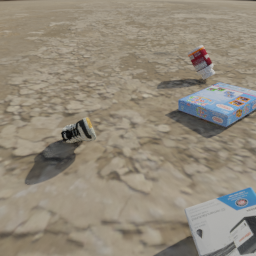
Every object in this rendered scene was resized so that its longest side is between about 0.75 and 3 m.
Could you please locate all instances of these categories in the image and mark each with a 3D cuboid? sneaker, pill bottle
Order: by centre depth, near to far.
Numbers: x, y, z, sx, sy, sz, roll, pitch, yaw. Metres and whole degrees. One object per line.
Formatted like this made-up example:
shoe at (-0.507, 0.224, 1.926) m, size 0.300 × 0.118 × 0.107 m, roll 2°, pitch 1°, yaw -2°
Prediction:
sneaker at (-1.386, 0.163, 7.559) m, size 0.755 × 0.652 × 1.723 m, roll -20°, pitch 0°, yaw -21°
pill bottle at (3.260, -2.874, 12.341) m, size 0.769 × 1.362 × 0.769 m, roll -29°, pitch 6°, yaw 3°

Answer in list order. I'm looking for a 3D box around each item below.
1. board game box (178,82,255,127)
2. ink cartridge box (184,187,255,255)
board game box at (3.325, -0.926, 9.872) m, size 2.544 × 0.466 × 1.924 m, roll -23°, pitch 34°, yaw -35°
ink cartridge box at (1.761, 1.945, 4.368) m, size 1.268 × 0.732 × 1.748 m, roll -20°, pitch 32°, yaw 6°
